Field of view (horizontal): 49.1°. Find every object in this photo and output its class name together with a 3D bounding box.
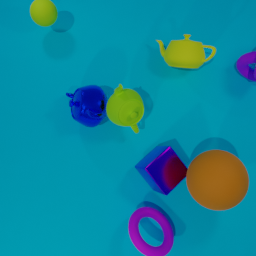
[{"bbox_3d":[-2.436,-3.345,8.114,0.772,0.772,0.772,0,75,0],"label":"ball"},{"bbox_3d":[1.565,-2.182,7.940,1.860,1.157,0.911,14,109,32],"label":"teapot"},{"bbox_3d":[-0.034,-0.510,7.138,1.006,1.618,0.792,-30,36,-11],"label":"teapot"},{"bbox_3d":[-1.184,-0.647,7.736,0.935,1.910,1.188,5,110,-32],"label":"teapot"},{"bbox_3d":[3.809,-1.826,7.507,2.006,1.877,0.927,-19,80,-23],"label":"knot shape"},{"bbox_3d":[0.585,2.568,6.967,1.270,0.254,1.270,20,42,-19],"label":"ring"},{"bbox_3d":[0.873,1.075,7.277,0.886,0.886,0.886,-40,97,-15],"label":"cube"},{"bbox_3d":[2.023,1.177,6.395,1.361,1.361,1.361,0,75,0],"label":"ball"}]
